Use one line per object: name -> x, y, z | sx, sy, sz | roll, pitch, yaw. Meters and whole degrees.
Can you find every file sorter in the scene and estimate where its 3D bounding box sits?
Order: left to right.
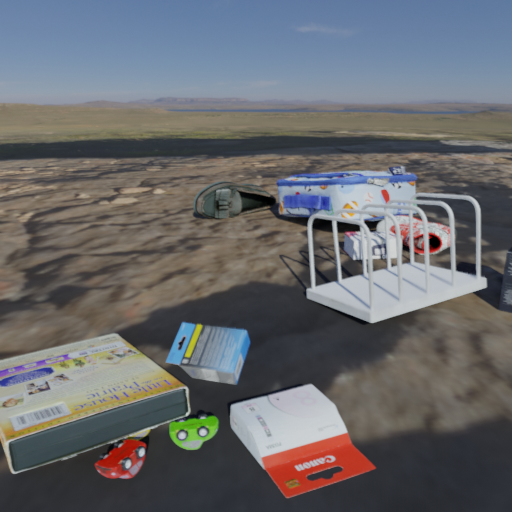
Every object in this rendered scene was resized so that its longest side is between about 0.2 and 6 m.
file sorter -> 1.920, -0.078, 7.880 | 2.092, 1.303, 1.452 | -13, 14, -27

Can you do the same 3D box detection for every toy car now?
toy car -> -0.770, 1.510, 4.601 | 0.941, 0.223, 1.000 | -6, 11, -6

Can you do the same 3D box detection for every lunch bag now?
lunch bag -> 1.922, -1.336, 12.315 | 2.384, 1.124, 2.975 | -6, 7, -30

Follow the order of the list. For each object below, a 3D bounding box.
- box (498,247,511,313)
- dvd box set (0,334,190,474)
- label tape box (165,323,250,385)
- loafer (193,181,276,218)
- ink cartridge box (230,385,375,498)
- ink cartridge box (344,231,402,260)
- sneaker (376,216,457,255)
box -> 3.789, 0.281, 7.827 | 0.493, 0.862, 0.947 | 11, 20, 33
dvd box set -> -1.663, 1.220, 5.168 | 1.444, 0.290, 1.973 | -12, 12, -30
label tape box -> -0.505, 1.033, 5.982 | 0.754, 0.239, 0.544 | 5, 47, 17
loafer -> -0.445, -1.347, 13.512 | 0.744, 0.850, 2.366 | 21, 24, 36
ink cartridge box -> 0.370, 1.512, 4.760 | 0.861, 0.302, 1.060 | -7, 14, -25
ink cartridge box -> 2.140, -0.197, 10.298 | 0.899, 0.379, 0.651 | -2, 17, -7
sneaker -> 2.929, -0.403, 10.710 | 1.605, 0.536, 0.860 | 10, 21, 33
